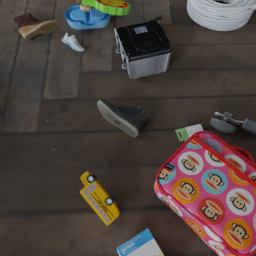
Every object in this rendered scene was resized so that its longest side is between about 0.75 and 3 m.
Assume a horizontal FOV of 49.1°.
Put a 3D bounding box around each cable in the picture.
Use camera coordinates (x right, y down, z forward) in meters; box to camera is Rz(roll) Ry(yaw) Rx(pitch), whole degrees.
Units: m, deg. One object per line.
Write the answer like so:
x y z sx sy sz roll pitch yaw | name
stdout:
3.635 -4.966 10.989 2.645 0.916 2.646 -17 61 -8 | cable

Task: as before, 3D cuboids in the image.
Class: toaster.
0.558 -2.755 9.604 1.830 1.086 1.655 -15 61 -9 | toaster

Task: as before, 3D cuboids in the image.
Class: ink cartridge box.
1.854 0.193 8.390 0.818 0.242 0.425 -12 61 -7 | ink cartridge box
0.395 3.090 6.361 0.847 0.862 1.171 -27 64 -15 | ink cartridge box

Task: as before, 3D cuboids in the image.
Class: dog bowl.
-1.522 -4.286 10.862 1.770 0.439 0.987 -4 60 -3 | dog bowl

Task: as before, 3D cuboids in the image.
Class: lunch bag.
2.366 1.500 7.064 2.861 1.172 2.520 40 68 22 | lunch bag

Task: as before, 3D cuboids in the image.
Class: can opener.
3.525 0.077 8.403 2.075 0.554 0.694 26 96 13 | can opener

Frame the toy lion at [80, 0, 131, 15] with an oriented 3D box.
-0.775 -4.777 10.696 1.843 0.660 1.923 15 36 3 | toy lion

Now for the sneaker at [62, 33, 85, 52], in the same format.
-1.931 -3.100 10.084 0.949 0.411 0.356 34 22 6 | sneaker

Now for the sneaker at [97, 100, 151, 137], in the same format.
-0.135 -0.477 8.640 1.612 0.603 0.856 38 62 9 | sneaker

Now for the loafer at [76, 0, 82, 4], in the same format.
-2.013 -5.770 11.711 0.501 0.445 1.319 -10 61 -6 | loafer

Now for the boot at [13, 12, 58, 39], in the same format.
-3.536 -4.069 10.680 1.459 0.528 1.214 -27 65 -11 | boot

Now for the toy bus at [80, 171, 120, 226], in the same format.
-0.757 1.765 7.162 0.536 0.446 1.369 -41 82 -5 | toy bus
